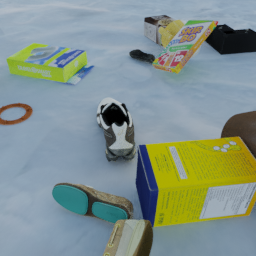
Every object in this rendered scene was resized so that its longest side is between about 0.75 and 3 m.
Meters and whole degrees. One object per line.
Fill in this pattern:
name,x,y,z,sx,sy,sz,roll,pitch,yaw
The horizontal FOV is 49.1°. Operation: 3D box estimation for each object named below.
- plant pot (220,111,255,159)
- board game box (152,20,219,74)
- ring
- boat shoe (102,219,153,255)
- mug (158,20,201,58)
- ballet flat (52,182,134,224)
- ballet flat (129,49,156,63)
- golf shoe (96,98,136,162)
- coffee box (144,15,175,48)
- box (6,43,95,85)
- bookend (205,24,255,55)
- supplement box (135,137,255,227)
plant pot,3.217,0.432,5.989,2.128,2.128,2.277,-21,23,-26
board game box,2.130,-3.145,10.389,2.591,0.389,1.238,-49,40,-10
ring,-3.500,-0.466,8.515,1.156,0.111,1.156,1,38,0
boat shoe,-0.255,2.372,4.328,0.724,0.807,2.181,3,35,26
mug,2.161,-3.529,11.636,1.706,1.366,1.401,-17,47,-15
ballet flat,-0.687,1.493,5.684,1.757,0.620,0.574,17,14,17
ballet flat,0.561,-2.954,11.681,0.482,0.412,1.451,-49,48,-11
golf shoe,-0.300,-0.329,7.429,1.014,1.232,2.608,-9,37,-10
coffee box,1.820,-4.574,13.261,1.271,0.898,2.249,-17,40,-21
box,-2.923,-2.511,10.751,2.842,0.677,1.733,12,40,17
bookend,4.777,-4.197,12.768,1.960,0.903,1.948,-6,38,-9
supplement box,1.320,1.043,5.570,2.173,1.182,1.190,-4,39,-8
